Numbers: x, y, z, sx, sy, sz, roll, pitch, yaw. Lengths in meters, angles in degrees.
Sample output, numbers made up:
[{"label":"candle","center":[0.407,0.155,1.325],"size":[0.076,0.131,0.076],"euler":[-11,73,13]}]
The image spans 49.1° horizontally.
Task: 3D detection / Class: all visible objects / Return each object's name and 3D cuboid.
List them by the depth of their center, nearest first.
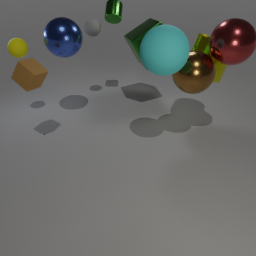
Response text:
[{"label":"ball","center":[1.040,-2.205,7.989],"size":[1.400,1.400,1.400],"euler":[0,32,0]},{"label":"ball","center":[3.240,-2.657,8.685],"size":[1.400,1.400,1.400],"euler":[0,32,0]},{"label":"cube","center":[-3.102,-1.693,8.866],"size":[0.700,0.700,0.700],"euler":[40,30,3]},{"label":"ball","center":[2.149,-1.824,9.198],"size":[1.400,1.400,1.400],"euler":[0,32,0]},{"label":"ball","center":[-2.345,-3.268,10.150],"size":[1.400,1.400,1.400],"euler":[0,32,0]},{"label":"cylinder","center":[2.959,-2.550,10.229],"size":[1.400,1.400,1.400],"euler":[17,20,-7]},{"label":"ball","center":[-4.028,-2.927,10.247],"size":[0.700,0.700,0.700],"euler":[0,32,0]},{"label":"ball","center":[-1.459,-4.129,11.538],"size":[0.700,0.700,0.700],"euler":[0,32,0]},{"label":"cylinder","center":[-0.588,-4.799,11.561],"size":[0.700,0.700,0.700],"euler":[5,-12,1]},{"label":"cube","center":[0.879,-3.529,11.717],"size":[1.400,1.400,1.400],"euler":[-33,30,4]}]
